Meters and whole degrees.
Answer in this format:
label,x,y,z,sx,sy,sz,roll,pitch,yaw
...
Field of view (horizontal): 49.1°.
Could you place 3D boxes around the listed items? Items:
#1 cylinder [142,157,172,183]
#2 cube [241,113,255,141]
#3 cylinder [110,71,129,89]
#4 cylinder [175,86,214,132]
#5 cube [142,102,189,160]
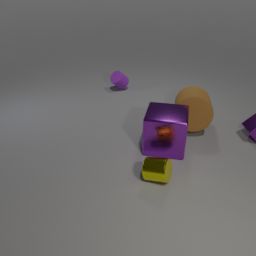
label,x,y,z,sx,sy,sz,roll,pitch,yaw
cylinder,0.862,1.210,8.192,0.700,0.700,0.700,2,28,28
cube,4.699,0.005,10.126,0.700,0.700,0.700,-39,25,16
cylinder,-0.424,-2.447,14.192,0.700,0.700,0.700,28,0,39
cylinder,2.463,-0.747,10.632,1.400,1.400,1.400,5,24,9
cube,1.299,0.064,9.588,1.400,1.400,1.400,6,31,11
